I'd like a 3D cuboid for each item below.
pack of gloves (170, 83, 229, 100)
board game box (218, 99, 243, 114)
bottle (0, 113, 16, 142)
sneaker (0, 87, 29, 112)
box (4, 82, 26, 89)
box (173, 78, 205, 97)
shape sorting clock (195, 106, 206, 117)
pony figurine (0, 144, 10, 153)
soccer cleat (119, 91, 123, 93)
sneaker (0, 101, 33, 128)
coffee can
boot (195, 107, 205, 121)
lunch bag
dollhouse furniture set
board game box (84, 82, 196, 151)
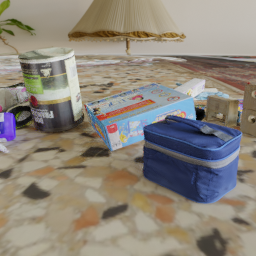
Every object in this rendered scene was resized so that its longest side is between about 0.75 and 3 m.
[{"bbox_3d":[3.286,-1.843,13.556,2.836,0.560,2.383,-2,18,-4],"label":"pack of gloves"},{"bbox_3d":[4.028,-0.835,10.858,1.432,0.321,0.963,-2,18,-7],"label":"board game box"},{"bbox_3d":[-4.055,0.047,7.513,1.913,0.624,0.799,-7,62,-16],"label":"bottle"},{"bbox_3d":[-3.899,-1.033,10.300,1.147,1.057,2.599,0,19,7],"label":"sneaker"},{"bbox_3d":[-4.168,-1.587,12.657,2.614,0.645,2.087,3,20,9],"label":"box"},{"bbox_3d":[2.660,-1.636,12.525,0.609,0.568,2.937,16,28,28],"label":"box"},{"bbox_3d":[2.676,-0.677,10.505,1.268,0.249,1.268,0,18,0],"label":"shape sorting clock"},{"bbox_3d":[-3.665,0.135,6.699,1.406,1.456,1.213,27,21,24],"label":"pony figurine"},{"bbox_3d":[-0.311,-1.611,13.171,0.299,0.343,0.896,-2,19,-6],"label":"soccer cleat"},{"bbox_3d":[-3.427,-0.644,9.594,0.904,0.825,2.234,7,18,29],"label":"sneaker"},{"bbox_3d":[-2.259,-1.189,8.489,1.586,2.167,1.586,-4,26,2],"label":"coffee can"},{"bbox_3d":[1.778,-0.724,9.886,2.070,0.680,1.707,12,32,44],"label":"boot"},{"bbox_3d":[1.169,0.422,5.546,1.929,1.276,1.311,18,25,41],"label":"lunch bag"},{"bbox_3d":[3.844,-0.811,8.889,1.521,1.512,2.158,-10,21,-29],"label":"dollhouse furniture set"},{"bbox_3d":[0.228,-0.491,8.326,2.571,0.718,2.517,-19,23,-13],"label":"board game box"}]
